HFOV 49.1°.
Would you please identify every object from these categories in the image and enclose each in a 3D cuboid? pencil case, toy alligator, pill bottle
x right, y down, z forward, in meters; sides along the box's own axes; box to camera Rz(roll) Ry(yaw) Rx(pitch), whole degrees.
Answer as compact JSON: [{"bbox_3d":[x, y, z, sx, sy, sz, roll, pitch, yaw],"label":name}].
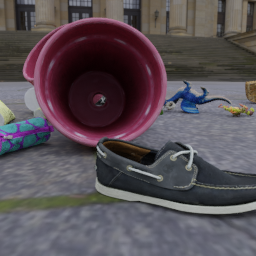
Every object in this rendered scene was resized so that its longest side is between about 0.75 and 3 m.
[{"bbox_3d":[-2.388,0.172,6.096,0.701,0.646,1.518,-12,5,29],"label":"pencil case"},{"bbox_3d":[0.571,-0.379,8.380,1.799,0.596,0.432,-10,-33,20],"label":"toy alligator"},{"bbox_3d":[-3.435,-1.297,11.966,1.159,1.159,2.045,2,12,12],"label":"pill bottle"}]

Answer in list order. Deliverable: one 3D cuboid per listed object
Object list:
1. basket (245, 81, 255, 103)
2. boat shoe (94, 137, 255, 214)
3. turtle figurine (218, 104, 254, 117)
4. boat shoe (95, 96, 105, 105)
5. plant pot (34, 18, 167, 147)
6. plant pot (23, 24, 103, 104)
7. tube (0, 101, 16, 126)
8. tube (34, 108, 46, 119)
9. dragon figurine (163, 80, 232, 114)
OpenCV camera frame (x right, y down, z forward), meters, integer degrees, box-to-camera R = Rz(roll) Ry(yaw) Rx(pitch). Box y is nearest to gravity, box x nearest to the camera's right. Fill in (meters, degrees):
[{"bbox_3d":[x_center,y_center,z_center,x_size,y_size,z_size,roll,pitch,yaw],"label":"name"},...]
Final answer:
[{"bbox_3d":[7.222,-1.938,15.038,1.639,1.170,1.221,-3,12,14],"label":"basket"},{"bbox_3d":[0.649,0.589,3.758,2.377,0.804,0.854,6,12,19],"label":"boat shoe"},{"bbox_3d":[4.239,-0.661,10.665,1.133,0.452,1.405,3,2,-27],"label":"turtle figurine"},{"bbox_3d":[-1.233,-1.439,14.224,1.492,0.536,0.504,-2,7,-22],"label":"boat shoe"},{"bbox_3d":[-0.722,-0.887,6.974,2.783,2.783,2.491,-2,-4,-10],"label":"plant pot"},{"bbox_3d":[-1.950,-1.930,9.784,2.483,2.483,2.222,9,-26,38],"label":"plant pot"},{"bbox_3d":[-4.117,-0.477,8.974,0.675,0.754,2.599,0,12,-15],"label":"tube"},{"bbox_3d":[-2.797,-0.716,10.367,0.437,0.489,1.685,29,29,8],"label":"tube"},{"bbox_3d":[2.687,-1.089,11.700,2.902,1.443,0.854,22,14,9],"label":"dragon figurine"}]
